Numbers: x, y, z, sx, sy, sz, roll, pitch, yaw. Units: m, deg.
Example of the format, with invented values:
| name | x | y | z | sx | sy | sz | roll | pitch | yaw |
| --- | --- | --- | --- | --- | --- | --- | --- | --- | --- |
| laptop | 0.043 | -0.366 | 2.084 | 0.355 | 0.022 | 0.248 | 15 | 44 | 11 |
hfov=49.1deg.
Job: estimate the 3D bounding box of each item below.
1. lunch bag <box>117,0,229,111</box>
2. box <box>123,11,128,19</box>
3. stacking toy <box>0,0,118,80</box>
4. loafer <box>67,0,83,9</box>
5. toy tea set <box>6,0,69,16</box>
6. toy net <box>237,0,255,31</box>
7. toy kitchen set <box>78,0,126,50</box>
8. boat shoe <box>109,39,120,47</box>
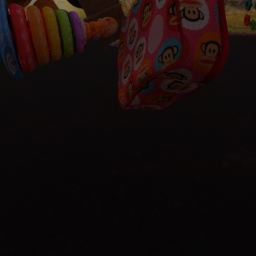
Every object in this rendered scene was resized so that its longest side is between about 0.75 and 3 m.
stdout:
| name | x | y | z | sx | sy | sz | roll | pitch | yaw |
| --- | --- | --- | --- | --- | --- | --- | --- | --- | --- |
| lunch bag | 0.554 | -1.616 | 4.909 | 1.053 | 2.264 | 2.571 | 3 | -12 | -20 |
| box | -0.581 | -4.125 | 11.454 | 1.533 | 0.266 | 0.844 | -26 | -16 | 27 |
| stacking toy | -1.023 | -1.462 | 4.356 | 1.832 | 1.063 | 1.006 | -12 | 66 | -15 |
| loafer | -1.395 | -4.299 | 9.292 | 1.646 | 0.626 | 0.555 | 26 | 71 | 3 |
| toy tea set | -2.057 | -1.625 | 4.386 | 2.425 | 0.897 | 1.442 | -21 | -13 | -18 |
| toy net | 3.663 | -3.727 | 8.374 | 0.365 | 0.990 | 1.888 | -4 | 47 | -3 |
| toy kitchen set | -1.032 | -2.720 | 6.107 | 1.468 | 1.623 | 1.799 | -24 | -17 | 3 |
| boat shoe | -0.416 | -2.890 | 9.219 | 0.351 | 0.312 | 0.953 | 47 | 30 | 15 |
